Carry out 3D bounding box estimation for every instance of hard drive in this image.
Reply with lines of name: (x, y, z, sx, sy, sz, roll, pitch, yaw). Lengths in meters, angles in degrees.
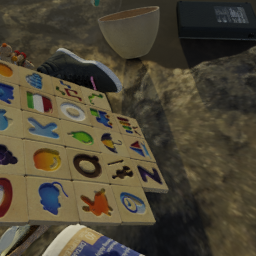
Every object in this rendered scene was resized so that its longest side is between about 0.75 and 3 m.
hard drive: (3.256, -4.050, 10.440, 2.826, 0.465, 1.972, 3, 53, 2)

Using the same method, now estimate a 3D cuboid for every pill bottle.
pill bottle: (0.091, 2.249, 3.281, 2.430, 1.348, 1.348, 21, 56, 14)

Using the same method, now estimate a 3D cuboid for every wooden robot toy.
wooden robot toy: (-3.857, -2.429, 8.998, 1.791, 0.813, 0.789, 21, 56, 15)

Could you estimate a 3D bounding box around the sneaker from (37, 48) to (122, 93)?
sneaker: (-1.520, -1.361, 8.156, 2.731, 0.966, 1.354, 28, 60, 26)

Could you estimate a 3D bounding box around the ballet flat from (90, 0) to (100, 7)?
ballet flat: (-1.016, -4.442, 9.017, 0.318, 1.019, 0.344, 44, 43, 20)

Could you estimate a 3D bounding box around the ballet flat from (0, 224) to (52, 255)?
ballet flat: (-2.032, 1.980, 5.728, 0.666, 0.658, 1.956, 23, 56, 21)

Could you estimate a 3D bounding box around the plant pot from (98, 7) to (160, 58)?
plant pot: (0.126, -2.988, 8.959, 1.934, 1.299, 1.934, -10, 27, 5)

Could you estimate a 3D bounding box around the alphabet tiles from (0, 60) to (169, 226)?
alphabet tiles: (-0.762, 0.072, 3.177, 2.704, 0.086, 2.250, 14, 37, -35)
